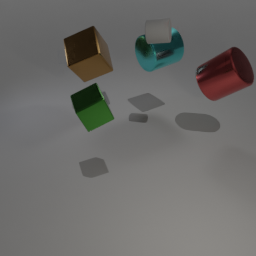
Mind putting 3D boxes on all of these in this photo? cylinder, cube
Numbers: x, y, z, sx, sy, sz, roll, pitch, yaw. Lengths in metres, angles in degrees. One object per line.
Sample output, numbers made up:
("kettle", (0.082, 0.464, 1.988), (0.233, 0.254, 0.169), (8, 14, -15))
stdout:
("cylinder", (3.301, -1.818, 9.589), (1.400, 1.400, 1.400), (-26, 8, 45))
("cylinder", (0.918, -2.907, 8.403), (0.700, 0.700, 0.700), (1, 31, 16))
("cylinder", (1.208, -3.052, 10.898), (1.400, 1.400, 1.400), (-24, 39, -22))
("cube", (-1.599, -2.967, 11.410), (1.400, 1.400, 1.400), (-19, 68, 14))
("cube", (-0.834, -0.483, 6.553), (0.700, 0.700, 0.700), (-27, 46, 0))
